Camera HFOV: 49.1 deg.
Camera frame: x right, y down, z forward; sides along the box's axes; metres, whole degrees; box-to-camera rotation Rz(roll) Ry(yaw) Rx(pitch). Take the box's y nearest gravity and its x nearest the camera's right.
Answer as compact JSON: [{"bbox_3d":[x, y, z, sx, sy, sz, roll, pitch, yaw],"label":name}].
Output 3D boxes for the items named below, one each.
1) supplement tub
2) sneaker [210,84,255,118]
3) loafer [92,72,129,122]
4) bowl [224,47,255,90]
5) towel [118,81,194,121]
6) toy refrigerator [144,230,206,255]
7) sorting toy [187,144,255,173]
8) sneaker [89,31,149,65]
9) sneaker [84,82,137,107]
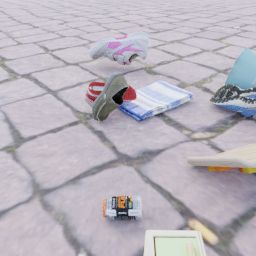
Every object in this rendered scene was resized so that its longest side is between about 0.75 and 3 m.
[{"bbox_3d":[-0.120,1.645,5.775,0.780,0.478,0.478,-1,32,-1],"label":"supplement tub"},{"bbox_3d":[3.768,-0.781,9.385,0.931,1.057,2.370,-49,31,-11],"label":"sneaker"},{"bbox_3d":[-0.541,-0.825,8.593,0.687,1.826,0.636,-17,56,-46],"label":"loafer"},{"bbox_3d":[4.392,-1.914,10.361,0.976,1.865,1.865,32,42,22],"label":"bowl"},{"bbox_3d":[0.853,-1.088,10.246,2.603,0.310,1.912,-24,37,-30],"label":"towel"},{"bbox_3d":[0.729,2.642,3.801,0.940,0.866,2.476,1,31,1],"label":"toy refrigerator"},{"bbox_3d":[2.923,0.675,6.536,2.405,0.439,2.226,-9,-3,-18],"label":"sorting toy"},{"bbox_3d":[-0.398,-3.508,12.945,2.949,1.301,1.200,-8,2,17],"label":"sneaker"},{"bbox_3d":[-0.667,-1.110,9.780,1.798,1.038,0.704,8,66,-24],"label":"sneaker"}]
